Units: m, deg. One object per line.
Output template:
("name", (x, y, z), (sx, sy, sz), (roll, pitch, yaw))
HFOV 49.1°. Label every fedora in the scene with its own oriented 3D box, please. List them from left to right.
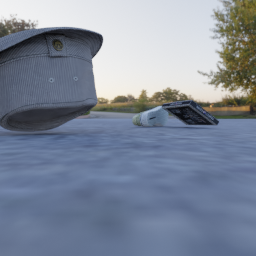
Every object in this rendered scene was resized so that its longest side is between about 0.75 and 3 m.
("fedora", (-1.265, -0.622, 4.505), (2.102, 1.073, 2.377), (-28, -8, 36))

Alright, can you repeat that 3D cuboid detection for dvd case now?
("dvd case", (1.552, -0.361, 7.139), (0.962, 0.158, 1.280), (33, -11, -20))

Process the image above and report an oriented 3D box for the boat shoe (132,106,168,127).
("boat shoe", (0.688, -0.331, 8.107), (0.510, 0.592, 1.646), (2, 5, 30))
